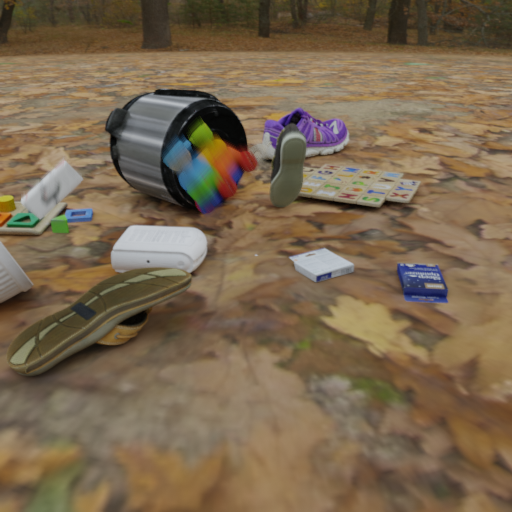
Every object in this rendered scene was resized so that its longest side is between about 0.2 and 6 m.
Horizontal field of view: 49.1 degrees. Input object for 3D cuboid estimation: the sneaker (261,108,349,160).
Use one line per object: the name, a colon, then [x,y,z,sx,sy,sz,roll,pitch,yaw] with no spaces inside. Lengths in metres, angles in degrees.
sneaker: [1.418,-3.359,15.031,1.242,1.285,3.081,22,32,39]

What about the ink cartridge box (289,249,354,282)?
ink cartridge box: [1.006,0.140,8.748,0.746,0.152,0.747,-14,28,-27]

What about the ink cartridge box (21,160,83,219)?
ink cartridge box: [-2.838,-0.927,7.792,0.810,0.336,0.595,-45,24,-7]

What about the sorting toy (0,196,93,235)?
sorting toy: [-4.550,-0.822,10.567,2.818,0.384,1.587,1,25,3]

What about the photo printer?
photo printer: [-1.473,-0.102,8.886,1.361,0.472,1.132,2,24,3]

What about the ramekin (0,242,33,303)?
ramekin: [-3.749,0.034,7.489,0.765,1.458,1.458,-37,38,-19]

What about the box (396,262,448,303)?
box: [2.438,0.376,8.234,0.618,0.165,1.021,2,26,5]

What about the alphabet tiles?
alphabet tiles: [2.035,-1.587,12.227,2.843,0.090,2.366,11,27,23]

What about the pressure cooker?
pressure cooker: [-1.743,-2.220,11.465,2.525,2.221,2.256,20,46,39]

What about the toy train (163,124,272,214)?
toy train: [-0.612,-1.755,9.426,0.862,1.178,2.037,-29,21,50]

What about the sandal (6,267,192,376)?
sandal: [-1.829,0.813,6.853,2.336,0.631,0.938,-33,34,-26]

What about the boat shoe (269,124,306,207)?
boat shoe: [0.608,-1.719,10.871,0.625,1.754,0.528,2,47,-11]
